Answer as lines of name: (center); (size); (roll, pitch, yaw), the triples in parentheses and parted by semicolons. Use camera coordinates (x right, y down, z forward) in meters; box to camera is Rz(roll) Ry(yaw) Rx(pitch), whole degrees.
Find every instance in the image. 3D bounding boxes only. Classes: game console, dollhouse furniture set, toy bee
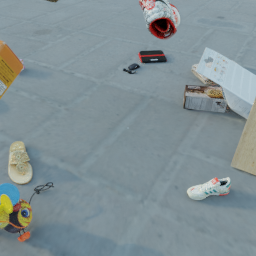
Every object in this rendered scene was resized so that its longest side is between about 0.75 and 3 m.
game console: (1.232, -3.599, 14.172); (1.312, 0.204, 1.161); (-4, 42, -5)
dollhouse furniture set: (4.937, 0.497, 8.691); (2.540, 2.176, 2.671); (21, 8, 24)
toy bee: (-2.679, 1.905, 6.281); (2.365, 1.548, 1.286); (-8, 62, -27)

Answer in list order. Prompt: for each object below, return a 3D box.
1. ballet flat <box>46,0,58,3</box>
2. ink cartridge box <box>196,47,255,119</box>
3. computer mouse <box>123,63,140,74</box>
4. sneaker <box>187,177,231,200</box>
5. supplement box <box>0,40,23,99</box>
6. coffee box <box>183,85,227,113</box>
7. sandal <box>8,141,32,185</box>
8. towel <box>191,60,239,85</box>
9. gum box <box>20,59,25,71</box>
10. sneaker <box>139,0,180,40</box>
ballet flat: (-1.537, -4.638, 8.982); (2.986, 0.692, 1.006); (-28, 76, -20)
ink cartridge box: (3.818, -1.635, 10.436); (2.885, 0.723, 2.340); (29, 43, 3)
computer mouse: (0.271, -2.815, 13.122); (0.918, 0.211, 0.644); (-27, 45, -29)
sneaker: (2.123, 1.518, 7.313); (1.197, 0.560, 0.421); (-6, 39, -8)
supplement box: (-2.110, -0.395, 3.599); (0.552, 0.571, 1.660); (22, 73, 17)
coffee box: (2.907, -1.125, 10.633); (1.542, 0.616, 0.872); (7, 39, 8)
sandal: (-3.229, 0.840, 8.160); (0.647, 0.580, 1.764); (-14, 40, -17)
towel: (4.175, -2.557, 12.639); (2.329, 0.402, 1.544); (-11, 40, -14)
gum box: (-5.111, -2.838, 12.950); (0.265, 0.455, 0.802); (9, 39, 11)
sneaker: (1.224, -3.581, 9.528); (0.965, 2.889, 1.549); (-20, 75, 23)
